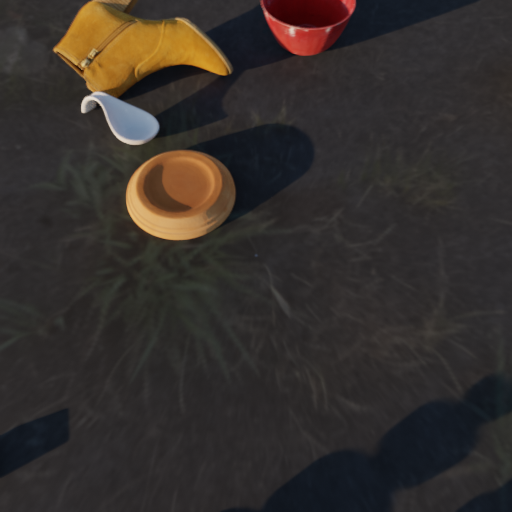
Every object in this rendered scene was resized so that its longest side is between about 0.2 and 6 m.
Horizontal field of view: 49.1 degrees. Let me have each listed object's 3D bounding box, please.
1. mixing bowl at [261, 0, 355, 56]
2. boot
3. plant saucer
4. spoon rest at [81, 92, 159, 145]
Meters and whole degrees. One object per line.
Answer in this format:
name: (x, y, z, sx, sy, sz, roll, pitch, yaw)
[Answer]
mixing bowl: (0.988, -4.603, 10.973, 1.777, 0.962, 1.777, 0, 59, 0)
boot: (-2.083, -3.603, 10.442, 2.836, 0.998, 2.030, 34, 86, -7)
plant saucer: (-1.241, -1.089, 9.171, 1.801, 0.337, 1.801, 0, 58, 0)
spoon rest: (-2.444, -2.462, 9.904, 1.618, 0.490, 0.804, 30, 55, 19)
